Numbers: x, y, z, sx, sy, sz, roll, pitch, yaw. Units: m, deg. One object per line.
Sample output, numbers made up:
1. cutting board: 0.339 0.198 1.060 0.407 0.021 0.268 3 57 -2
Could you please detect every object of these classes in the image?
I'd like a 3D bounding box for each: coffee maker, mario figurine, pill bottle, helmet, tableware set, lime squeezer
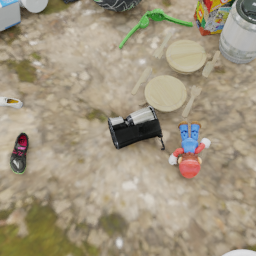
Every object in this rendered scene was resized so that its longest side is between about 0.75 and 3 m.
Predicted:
1. coffee maker: 0.213 0.142 7.648 1.313 0.884 1.261 -19 66 -8
2. mario figurine: 1.647 0.611 7.567 0.792 0.923 1.495 17 70 -35
3. pill bottle: -3.790 -5.080 9.959 1.178 1.178 2.123 -37 69 -16
4. helmet: -0.400 -5.119 9.361 2.406 2.293 2.406 -16 23 7
5. tableware set: 1.436 -1.553 8.558 1.816 0.550 2.747 26 68 13
6. lime squeezer: 0.811 -3.563 9.735 2.776 0.524 0.980 -20 97 -11

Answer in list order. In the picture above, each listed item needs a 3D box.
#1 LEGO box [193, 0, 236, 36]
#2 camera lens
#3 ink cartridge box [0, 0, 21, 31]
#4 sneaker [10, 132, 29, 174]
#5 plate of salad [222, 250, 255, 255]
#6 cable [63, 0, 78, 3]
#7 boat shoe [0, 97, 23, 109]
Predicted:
1. LEGO box: 3.765 -4.288 9.119 2.727 2.031 1.052 -11 65 -5
2. camera lens: 3.717 -3.061 8.672 1.421 1.777 1.421 0 65 0
3. ink cartridge box: -4.926 -4.086 9.473 1.993 0.834 1.446 28 48 13
4. sneaker: -2.934 0.650 7.566 0.451 0.493 1.176 4 68 -20
5. plate of salad: 2.660 3.858 6.076 2.231 0.536 2.231 5 60 -9
6. cable: -2.096 -5.080 10.522 1.017 0.258 0.830 -38 65 -14
7. boat shoe: -3.614 -0.808 8.420 0.862 0.301 0.305 14 65 6
